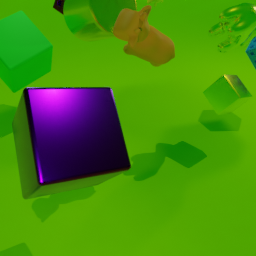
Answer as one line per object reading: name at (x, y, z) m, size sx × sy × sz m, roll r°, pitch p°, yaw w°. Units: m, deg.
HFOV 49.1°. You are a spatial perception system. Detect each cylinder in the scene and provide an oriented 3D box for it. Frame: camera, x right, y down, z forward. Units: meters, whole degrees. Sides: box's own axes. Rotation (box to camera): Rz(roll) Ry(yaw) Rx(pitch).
cylinder at (-0.656, -2.716, 6.497) m, size 1.268 × 1.268 × 1.268 m, roll -27°, pitch 24°, yaw -32°

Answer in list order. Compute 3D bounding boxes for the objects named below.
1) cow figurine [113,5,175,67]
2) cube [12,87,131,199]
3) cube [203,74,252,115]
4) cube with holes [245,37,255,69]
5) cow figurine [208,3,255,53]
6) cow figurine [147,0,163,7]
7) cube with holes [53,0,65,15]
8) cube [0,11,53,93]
cow figurine at (0.336, -1.517, 4.814) m, size 1.278 × 0.701 × 1.257 m, roll 23°, pitch 2°, yaw -18°
cube at (-0.755, 0.193, 3.475) m, size 1.057 × 1.057 × 1.057 m, roll -5°, pitch 73°, yaw -31°
cube at (2.437, -0.816, 6.877) m, size 0.711 × 0.711 × 0.711 m, roll -10°, pitch 64°, yaw -44°
cube with holes at (4.074, -2.224, 7.979) m, size 0.863 × 0.863 × 0.863 m, roll -7°, pitch 41°, yaw 53°
cow figurine at (2.448, -2.165, 5.916) m, size 1.411 × 1.434 × 0.787 m, roll -26°, pitch 81°, yaw -6°
cow figurine at (0.581, -4.388, 8.294) m, size 0.747 × 1.340 × 1.361 m, roll -36°, pitch 49°, yaw -18°
cube with holes at (-1.025, -3.657, 7.949) m, size 1.338 × 1.338 × 1.338 m, roll 41°, pitch 28°, yaw 26°
cube at (-3.108, -2.108, 7.889) m, size 1.369 × 1.369 × 1.369 m, roll -40°, pitch 86°, yaw -25°
